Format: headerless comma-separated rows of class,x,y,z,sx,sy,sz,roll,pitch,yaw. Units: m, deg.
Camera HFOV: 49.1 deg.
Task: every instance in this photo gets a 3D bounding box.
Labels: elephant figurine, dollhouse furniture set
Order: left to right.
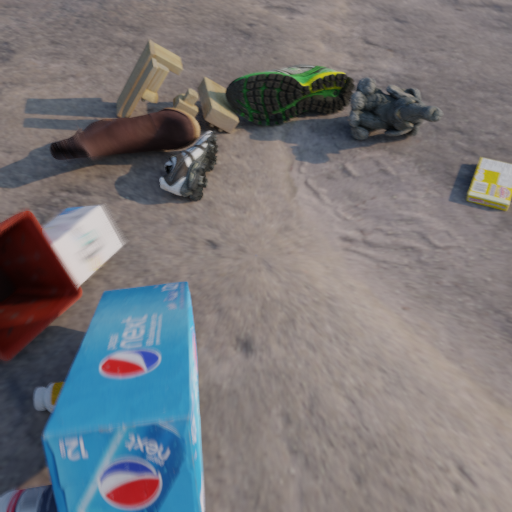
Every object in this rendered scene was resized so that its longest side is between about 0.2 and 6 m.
dollhouse furniture set,-1.971,-3.505,13.509,2.211,1.801,2.103,22,33,-29
elephant figurine,3.157,-3.160,12.465,2.005,1.419,1.556,9,56,20

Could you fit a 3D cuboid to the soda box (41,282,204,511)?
soda box,-1.292,1.420,6.329,1.227,1.161,3.618,-6,15,-6

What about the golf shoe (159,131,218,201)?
golf shoe,-1.355,-1.978,11.493,0.971,0.799,2.056,7,41,8

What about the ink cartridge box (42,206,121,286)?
ink cartridge box,-3.025,-0.160,9.220,0.850,0.846,1.158,0,36,35

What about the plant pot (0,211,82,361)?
plant pot,-3.852,0.413,8.225,1.367,1.552,1.550,-2,34,38

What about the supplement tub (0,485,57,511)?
supplement tub,-1.712,2.891,5.672,1.723,1.209,1.209,-7,42,-7

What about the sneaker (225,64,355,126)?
sneaker,0.714,-3.967,13.609,3.190,1.245,1.359,-9,34,-24

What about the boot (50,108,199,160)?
boot,-2.688,-2.365,11.615,2.553,0.924,2.123,7,30,30

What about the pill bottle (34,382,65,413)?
pill bottle,-2.542,1.878,7.434,0.710,0.400,0.400,-4,42,-4

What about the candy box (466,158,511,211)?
candy box,4.808,-1.484,11.369,0.780,0.201,1.526,20,46,18
